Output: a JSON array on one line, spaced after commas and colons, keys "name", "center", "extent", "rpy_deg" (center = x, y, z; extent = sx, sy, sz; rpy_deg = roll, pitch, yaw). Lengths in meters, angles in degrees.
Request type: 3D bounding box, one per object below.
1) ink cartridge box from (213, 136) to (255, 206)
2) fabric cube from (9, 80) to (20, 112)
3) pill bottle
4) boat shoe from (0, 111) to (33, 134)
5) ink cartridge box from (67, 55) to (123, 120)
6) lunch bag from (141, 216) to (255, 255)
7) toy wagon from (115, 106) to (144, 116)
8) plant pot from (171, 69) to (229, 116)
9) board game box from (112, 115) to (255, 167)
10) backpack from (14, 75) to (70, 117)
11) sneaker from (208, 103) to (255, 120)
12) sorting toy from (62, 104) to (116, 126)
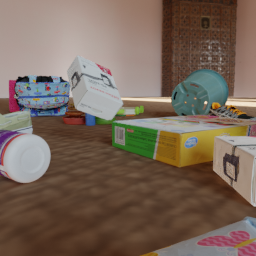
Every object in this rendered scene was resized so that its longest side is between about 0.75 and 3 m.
[{"name": "ink cartridge box", "center": [1.555, 0.418, 3.125], "extent": [0.858, 0.500, 1.185], "rpy_deg": [0, 8, 0]}, {"name": "fabric cube", "center": [-4.725, -1.558, 13.829], "extent": [1.586, 1.561, 1.591], "rpy_deg": [3, 8, 7]}, {"name": "pill bottle", "center": [-1.494, 0.321, 3.551], "extent": [1.024, 0.576, 0.576], "rpy_deg": [7, 10, 39]}, {"name": "boat shoe", "center": [-2.841, -0.021, 5.955], "extent": [0.702, 0.604, 1.949], "rpy_deg": [3, 8, 21]}, {"name": "ink cartridge box", "center": [-0.629, -0.751, 5.218], "extent": [0.795, 0.456, 1.094], "rpy_deg": [18, 36, -37]}, {"name": "lunch bag", "center": [0.341, 0.693, 0.489], "extent": [0.923, 0.692, 1.089], "rpy_deg": [-3, 13, -28]}, {"name": "toy wagon", "center": [-0.239, -0.752, 12.191], "extent": [1.532, 0.391, 1.974], "rpy_deg": [2, 9, 19]}, {"name": "plant pot", "center": [2.642, -1.200, 10.709], "extent": [1.943, 1.943, 1.903], "rpy_deg": [5, 17, 30]}, {"name": "board game box", "center": [1.222, 0.119, 5.297], "extent": [2.467, 0.498, 1.888], "rpy_deg": [-5, 9, -33]}, {"name": "backpack", "center": [-3.439, -1.325, 11.462], "extent": [2.301, 1.695, 2.520], "rpy_deg": [-3, 7, -22]}, {"name": "sneaker", "center": [2.954, -0.342, 8.062], "extent": [0.701, 0.691, 1.790], "rpy_deg": [-2, 10, -30]}, {"name": "sorting toy", "center": [-1.226, -0.494, 9.014], "extent": [1.752, 0.719, 1.053], "rpy_deg": [-1, 8, -11]}]
